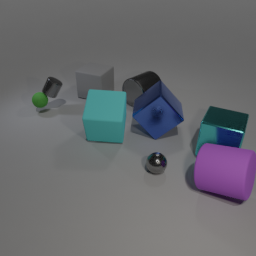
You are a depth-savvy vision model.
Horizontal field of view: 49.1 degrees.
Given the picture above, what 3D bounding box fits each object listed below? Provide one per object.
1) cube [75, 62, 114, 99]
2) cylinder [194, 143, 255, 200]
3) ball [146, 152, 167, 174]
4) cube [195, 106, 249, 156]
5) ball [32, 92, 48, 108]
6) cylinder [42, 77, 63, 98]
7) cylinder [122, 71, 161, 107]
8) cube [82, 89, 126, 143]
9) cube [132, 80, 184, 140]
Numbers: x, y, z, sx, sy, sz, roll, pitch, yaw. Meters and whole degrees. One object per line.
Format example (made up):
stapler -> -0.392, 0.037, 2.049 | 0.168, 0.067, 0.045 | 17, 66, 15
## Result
cube -> -1.609, -2.300, 13.924 | 1.400, 1.400, 1.400 | 14, 35, 20
cylinder -> 2.821, 1.230, 8.101 | 1.400, 1.400, 1.400 | 8, 31, 34
ball -> 0.933, 1.139, 9.139 | 0.700, 0.700, 0.700 | 0, 32, 0
cube -> 3.299, 0.242, 9.843 | 1.400, 1.400, 1.400 | 15, 34, 21
ball -> -3.914, -1.246, 12.469 | 0.700, 0.700, 0.700 | 0, 32, 0
cylinder -> -3.381, -1.812, 12.494 | 0.700, 0.700, 0.700 | 28, 21, -12
cylinder -> 0.688, -1.842, 13.228 | 1.400, 1.400, 1.400 | 27, 41, 36
cube -> -0.818, -0.430, 10.440 | 1.400, 1.400, 1.400 | 4, 55, 3
cube -> 1.168, -0.709, 10.911 | 1.400, 1.400, 1.400 | -36, 22, 24
